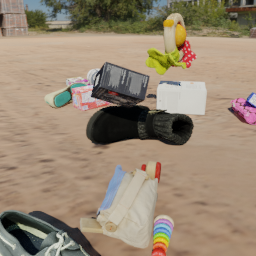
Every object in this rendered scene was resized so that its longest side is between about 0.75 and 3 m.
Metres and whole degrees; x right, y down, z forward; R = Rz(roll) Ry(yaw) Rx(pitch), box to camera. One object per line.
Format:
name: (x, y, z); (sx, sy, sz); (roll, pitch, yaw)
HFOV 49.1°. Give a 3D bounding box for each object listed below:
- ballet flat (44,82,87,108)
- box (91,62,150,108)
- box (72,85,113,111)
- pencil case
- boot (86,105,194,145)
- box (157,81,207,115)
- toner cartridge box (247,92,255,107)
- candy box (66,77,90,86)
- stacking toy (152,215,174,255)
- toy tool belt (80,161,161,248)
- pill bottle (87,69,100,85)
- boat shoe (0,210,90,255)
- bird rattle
ballet flat: (-2.555, -1.405, 11.717); (0.781, 0.781, 2.248); (13, 26, 29)
box: (-0.223, -0.981, 6.708); (1.081, 0.618, 1.187); (14, -9, -15)
box: (-1.393, -1.281, 11.249); (1.553, 0.797, 0.735); (-18, 29, -36)
pencil case: (4.146, -0.616, 9.884); (0.664, 0.643, 1.417); (29, 17, -13)
boot: (0.386, -0.021, 7.874); (2.672, 1.005, 1.997); (-19, 29, -40)
box: (2.053, -1.198, 10.817); (1.794, 0.954, 1.366); (4, 23, 11)
toner cartridge box: (4.700, -0.915, 10.028); (0.805, 0.366, 1.695); (40, 20, 12)
candy box: (-2.562, -2.288, 14.260); (0.825, 0.369, 1.209); (-15, 26, -30)
stacking toy: (0.530, 1.772, 4.449); (0.343, 0.343, 0.804); (5, 26, 12)
toy tool belt: (-0.065, 1.138, 4.883); (1.111, 1.129, 1.808); (7, 32, 10)
pill bottle: (-1.382, -2.354, 13.621); (0.986, 0.986, 1.648); (-10, 24, -23)
boat shoe: (-1.107, 1.785, 3.910); (2.185, 0.675, 0.796); (14, 26, 31)
bird rattle: (1.805, -3.002, 10.049); (1.438, 2.081, 2.552); (13, 32, 32)
